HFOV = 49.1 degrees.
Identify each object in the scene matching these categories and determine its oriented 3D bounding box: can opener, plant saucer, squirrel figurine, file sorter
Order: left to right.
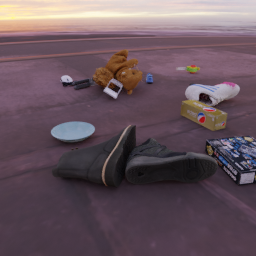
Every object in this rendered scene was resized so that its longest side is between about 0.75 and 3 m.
[{"bbox_3d":[-1.855,0.183,9.538,1.464,0.282,1.464,0,25,0],"label":"plant saucer"},{"bbox_3d":[-2.321,-2.429,15.394,1.725,0.460,0.577,-21,-1,-38],"label":"can opener"},{"bbox_3d":[-0.674,-1.901,13.349,0.681,0.611,0.981,32,16,-7],"label":"file sorter"},{"bbox_3d":[-0.482,-2.610,14.552,2.611,1.848,2.437,-19,37,-7],"label":"squirrel figurine"}]

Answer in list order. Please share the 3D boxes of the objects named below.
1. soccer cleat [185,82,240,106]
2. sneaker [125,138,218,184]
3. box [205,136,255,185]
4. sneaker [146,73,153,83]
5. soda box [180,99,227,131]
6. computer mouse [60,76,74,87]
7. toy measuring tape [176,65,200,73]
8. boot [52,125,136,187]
[{"bbox_3d":[3.908,-1.406,12.591,2.749,0.960,1.187,-4,47,-15],"label":"soccer cleat"},{"bbox_3d":[1.103,0.793,7.414,2.328,0.890,1.334,-4,30,4],"label":"sneaker"},{"bbox_3d":[3.269,0.829,7.889,1.492,0.432,1.877,-5,25,-12],"label":"box"},{"bbox_3d":[1.235,-2.867,16.204,0.383,0.426,1.036,1,25,-4],"label":"sneaker"},{"bbox_3d":[2.852,-0.537,10.754,0.633,0.599,1.870,-12,26,-27],"label":"soda box"},{"bbox_3d":[-3.486,-2.729,15.969,0.895,0.358,1.632,-13,27,-24],"label":"computer mouse"},{"bbox_3d":[3.941,-3.819,18.227,1.543,0.568,0.568,-2,24,-4],"label":"toy measuring tape"},{"bbox_3d":[-0.807,0.587,7.913,1.771,0.992,2.560,2,23,17],"label":"boot"}]
